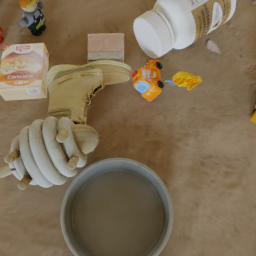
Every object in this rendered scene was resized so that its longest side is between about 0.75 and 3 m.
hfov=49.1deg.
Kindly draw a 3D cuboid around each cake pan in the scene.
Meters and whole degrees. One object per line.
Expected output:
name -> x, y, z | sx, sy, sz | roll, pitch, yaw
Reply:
cake pan -> -0.257, 2.031, 6.747 | 2.636, 0.484, 2.636 | 0, 65, -1

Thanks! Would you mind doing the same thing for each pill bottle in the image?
pill bottle -> 1.693, -3.398, 8.575 | 2.905, 1.661, 1.661 | -34, 70, -15

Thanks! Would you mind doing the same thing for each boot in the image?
boot -> -1.079, -0.899, 7.860 | 2.464, 0.897, 1.915 | -3, 66, 0

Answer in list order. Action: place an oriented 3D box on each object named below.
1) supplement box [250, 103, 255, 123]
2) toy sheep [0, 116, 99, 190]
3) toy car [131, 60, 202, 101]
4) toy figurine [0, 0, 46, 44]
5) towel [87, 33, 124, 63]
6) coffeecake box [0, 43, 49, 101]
supplement box -> 4.643, -0.827, 7.676 | 1.747, 1.176, 1.771 | 23, 68, 10
toy sheep -> -1.957, 0.607, 6.748 | 2.656, 1.831, 1.831 | -18, 67, 1
toy car -> 0.844, -1.497, 7.387 | 0.825, 2.480, 1.217 | 11, 81, -24
toy figurine -> -3.879, -4.030, 8.888 | 2.266, 1.601, 2.302 | -13, 66, -6
towel -> -0.714, -2.587, 9.015 | 1.196, 0.193, 1.143 | -1, 65, -1
coffeecake box -> -3.088, -1.697, 8.387 | 1.249, 0.595, 1.627 | -4, 66, -2
